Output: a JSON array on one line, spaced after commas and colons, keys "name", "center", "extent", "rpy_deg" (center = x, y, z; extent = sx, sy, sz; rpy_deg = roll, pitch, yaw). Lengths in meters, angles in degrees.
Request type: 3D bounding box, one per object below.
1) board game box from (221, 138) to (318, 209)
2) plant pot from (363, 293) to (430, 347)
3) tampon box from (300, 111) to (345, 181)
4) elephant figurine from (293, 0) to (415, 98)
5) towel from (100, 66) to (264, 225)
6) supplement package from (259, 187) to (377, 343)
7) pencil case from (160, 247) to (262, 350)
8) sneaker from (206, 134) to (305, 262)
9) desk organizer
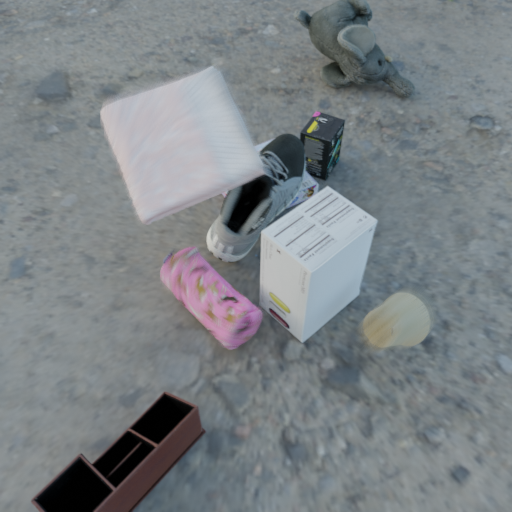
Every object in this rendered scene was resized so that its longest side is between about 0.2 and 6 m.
[{"name": "board game box", "center": [0.119, -1.631, 12.047], "extent": [1.768, 0.364, 1.764], "rpy_deg": [-24, 55, -17]}, {"name": "plant pot", "center": [2.187, 1.092, 9.019], "extent": [0.820, 0.896, 0.896], "rpy_deg": [-8, 44, -45]}, {"name": "tampon box", "center": [1.411, -2.403, 12.250], "extent": [0.708, 1.121, 0.840], "rpy_deg": [22, 53, 17]}, {"name": "elephant figurine", "center": [2.526, -5.172, 14.333], "extent": [2.105, 1.920, 2.714], "rpy_deg": [-22, 65, 18]}, {"name": "towel", "center": [-1.303, -1.975, 9.623], "extent": [2.277, 0.384, 2.384], "rpy_deg": [-23, 69, -3]}, {"name": "supplement package", "center": [0.987, 0.178, 9.475], "extent": [1.570, 2.016, 1.118], "rpy_deg": [-36, 58, -26]}, {"name": "pencil case", "center": [-0.791, 0.698, 9.684], "extent": [0.844, 0.882, 2.039], "rpy_deg": [-36, 59, -20]}, {"name": "sneaker", "center": [0.219, -1.339, 10.485], "extent": [1.151, 1.772, 3.068], "rpy_deg": [30, 71, 0]}, {"name": "desk organizer", "center": [-1.845, 2.915, 7.882], "extent": [0.853, 0.915, 2.377], "rpy_deg": [32, 57, 24]}]
